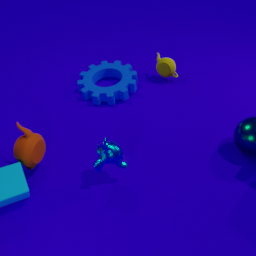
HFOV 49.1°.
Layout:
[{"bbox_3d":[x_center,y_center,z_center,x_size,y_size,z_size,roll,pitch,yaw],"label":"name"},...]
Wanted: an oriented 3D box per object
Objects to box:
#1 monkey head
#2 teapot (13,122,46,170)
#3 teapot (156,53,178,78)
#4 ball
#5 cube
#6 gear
[{"bbox_3d":[-0.456,0.690,6.583,0.605,1.004,0.722,-11,38,37],"label":"monkey head"},{"bbox_3d":[-2.503,0.484,6.976,0.670,1.369,0.851,11,30,12],"label":"teapot"},{"bbox_3d":[1.362,-2.217,9.982,1.147,0.713,0.562,46,44,-3],"label":"teapot"},{"bbox_3d":[3.381,0.216,7.476,1.059,1.059,1.059,0,44,0],"label":"ball"},{"bbox_3d":[-2.726,1.311,6.427,0.717,0.717,0.717,-17,73,-24],"label":"cube"},{"bbox_3d":[-0.704,-1.609,9.713,2.025,0.375,2.025,-3,47,4],"label":"gear"}]
